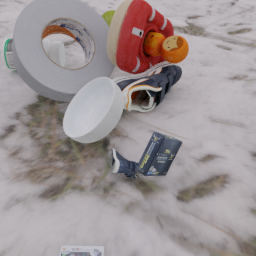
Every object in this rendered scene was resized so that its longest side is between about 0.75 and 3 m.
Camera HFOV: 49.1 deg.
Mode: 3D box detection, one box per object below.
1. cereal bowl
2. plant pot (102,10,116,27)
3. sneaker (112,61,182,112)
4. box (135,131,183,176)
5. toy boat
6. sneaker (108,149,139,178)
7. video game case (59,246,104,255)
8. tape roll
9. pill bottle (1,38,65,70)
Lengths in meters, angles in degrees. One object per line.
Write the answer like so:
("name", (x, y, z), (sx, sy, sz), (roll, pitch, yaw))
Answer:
("cereal bowl", (-0.767, -0.370, 6.995), (1.761, 0.733, 1.761), (-25, 47, 30))
("plant pot", (-0.552, -3.797, 10.655), (0.999, 0.999, 1.067), (-5, 42, -6))
("sneaker", (0.713, -1.109, 8.009), (2.598, 1.019, 1.031), (-23, 52, -26))
("box", (0.669, 0.558, 5.775), (0.278, 0.859, 1.090), (29, 6, 30))
("toy boat", (0.786, -2.333, 7.860), (1.916, 1.913, 2.932), (22, 12, 30))
("sneaker", (-0.070, 0.799, 6.294), (0.695, 0.366, 0.962), (14, 15, -16))
("video game case", (-0.810, 2.374, 4.643), (0.765, 0.098, 0.841), (0, 41, 2))
("tape roll", (-1.793, -2.230, 8.034), (2.841, 0.939, 2.841), (5, 78, -25))
("pill bottle", (-3.169, -2.496, 9.550), (1.887, 1.067, 1.067), (1, 41, 1))
